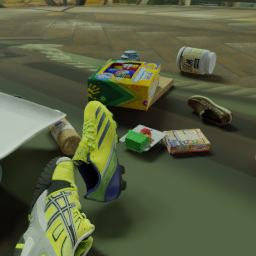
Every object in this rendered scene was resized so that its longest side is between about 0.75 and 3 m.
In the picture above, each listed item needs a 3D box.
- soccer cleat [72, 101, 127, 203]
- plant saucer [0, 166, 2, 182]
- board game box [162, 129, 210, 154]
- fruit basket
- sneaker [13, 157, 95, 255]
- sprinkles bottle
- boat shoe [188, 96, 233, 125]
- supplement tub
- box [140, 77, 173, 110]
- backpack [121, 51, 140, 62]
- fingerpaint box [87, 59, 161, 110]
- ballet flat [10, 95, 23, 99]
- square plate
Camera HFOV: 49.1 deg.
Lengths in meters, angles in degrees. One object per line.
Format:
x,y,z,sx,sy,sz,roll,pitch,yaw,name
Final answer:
-0.703,0.385,5.865,0.979,0.756,2.340,3,59,-30,soccer cleat
-3.993,1.408,5.551,2.878,0.517,2.878,1,29,0,plant saucer
1.583,0.348,7.749,1.098,0.254,0.831,-4,29,-7,board game box
0.417,0.274,7.706,0.928,0.470,1.002,19,31,31,fruit basket
-1.117,1.651,4.754,1.088,1.074,2.849,5,39,-6,sneaker
-1.844,0.085,7.877,0.606,0.606,1.776,-15,33,-25,sprinkles bottle
2.534,-0.580,9.101,0.620,0.619,1.676,-27,39,-30,boat shoe
3.221,-3.163,13.225,1.580,1.146,1.146,17,33,28,supplement tub
0.222,-1.603,11.255,2.437,0.317,2.982,14,31,23,box
0.068,-3.718,14.773,0.876,0.644,0.802,-25,34,-31,backpack
-0.047,-1.687,10.117,2.088,0.918,2.503,9,31,12,fingerpaint box
-4.466,-0.822,9.703,1.561,0.570,0.570,-3,28,-18,ballet flat
-3.424,-0.179,6.843,2.868,0.408,2.841,18,24,9,square plate
